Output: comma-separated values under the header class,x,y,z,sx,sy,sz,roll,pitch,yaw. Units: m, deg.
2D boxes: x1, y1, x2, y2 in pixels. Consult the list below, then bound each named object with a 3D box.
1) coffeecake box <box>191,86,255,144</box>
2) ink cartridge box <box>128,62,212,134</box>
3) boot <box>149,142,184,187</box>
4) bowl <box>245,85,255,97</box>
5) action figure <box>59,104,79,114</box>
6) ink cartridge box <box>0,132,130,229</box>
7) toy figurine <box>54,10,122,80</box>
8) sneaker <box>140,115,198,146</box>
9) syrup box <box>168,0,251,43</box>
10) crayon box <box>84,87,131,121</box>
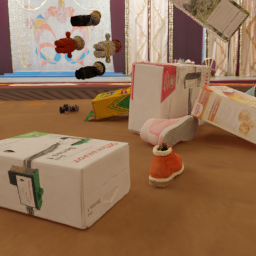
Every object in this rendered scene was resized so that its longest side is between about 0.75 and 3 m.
class,x,y,z,sx,sy,sz,roll,pitch,yaw
coffeecake box,2.902,-0.321,6.827,2.122,0.775,1.629,29,25,32
ink cartridge box,1.324,-0.929,8.360,1.132,1.944,2.670,15,19,38
boot,0.671,0.504,4.655,0.431,0.616,1.149,3,10,22
bowl,4.684,-0.888,10.533,0.683,1.306,1.306,-17,-2,41
action figure,-2.542,-0.867,12.192,0.739,0.394,1.136,-4,7,12
ink cartridge box,-1.000,0.582,3.854,1.773,0.748,1.295,5,12,23
toy figurine,-1.496,-3.207,11.001,2.192,2.227,1.549,-42,-5,39
sneaker,1.009,0.006,6.965,0.920,0.662,1.759,16,23,39
syrup box,2.142,-3.430,7.808,2.295,0.904,0.935,38,21,3
crayon box,-0.253,-1.010,10.476,2.787,0.708,1.769,-12,15,4
